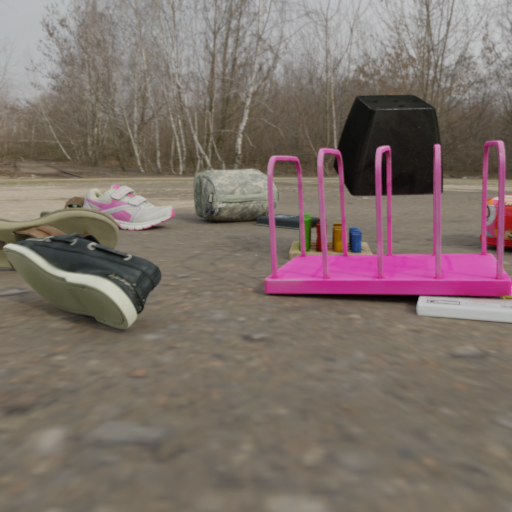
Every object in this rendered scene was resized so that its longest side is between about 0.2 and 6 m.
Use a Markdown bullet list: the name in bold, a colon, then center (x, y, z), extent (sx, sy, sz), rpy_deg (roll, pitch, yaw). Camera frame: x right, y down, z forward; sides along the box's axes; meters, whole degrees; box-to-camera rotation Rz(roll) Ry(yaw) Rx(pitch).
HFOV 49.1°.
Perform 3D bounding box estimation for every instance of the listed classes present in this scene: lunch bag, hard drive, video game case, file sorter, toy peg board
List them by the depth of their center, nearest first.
- **video game case**: center (2.662, 0.542, 6.631), extent (1.394, 0.160, 1.269), rpy_deg (2, 10, 20)
- **file sorter**: center (1.731, -0.561, 7.548), extent (2.911, 1.826, 2.023), rpy_deg (0, 9, 17)
- **toy peg board**: center (1.350, -0.368, 10.214), extent (1.421, 0.698, 1.427), rpy_deg (1, 10, 7)
- **lunch bag**: center (5.646, -0.606, 10.390), extent (2.340, 1.089, 2.657), rpy_deg (-10, 14, -42)
- **hard drive**: center (0.871, -0.887, 14.460), extent (1.444, 0.237, 1.008), rpy_deg (9, 13, 40)
- **lunch bag**: center (-0.590, -1.639, 15.272), extent (2.053, 1.431, 1.722), rpy_deg (-5, 10, -24)

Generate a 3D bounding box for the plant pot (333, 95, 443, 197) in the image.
- **plant pot**: center (2.093, -1.807, 8.850), extent (1.449, 1.286, 1.446), rpy_deg (-3, 27, -4)

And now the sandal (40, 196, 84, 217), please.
- **sandal**: center (-4.635, -1.233, 14.954), extent (1.040, 0.747, 2.618), rpy_deg (6, 12, 30)

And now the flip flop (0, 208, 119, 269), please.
- **flip flop**: center (-3.365, -0.143, 8.565), extent (2.578, 1.045, 0.742), rpy_deg (-3, 35, -31)

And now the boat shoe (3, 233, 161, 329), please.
- **boat shoe**: center (-1.943, 0.115, 6.235), extent (2.329, 0.870, 0.772), rpy_deg (9, 45, 42)

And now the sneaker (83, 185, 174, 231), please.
- **sneaker**: center (-3.256, -1.222, 13.920), extent (2.451, 1.081, 0.997), rpy_deg (1, 10, 5)
